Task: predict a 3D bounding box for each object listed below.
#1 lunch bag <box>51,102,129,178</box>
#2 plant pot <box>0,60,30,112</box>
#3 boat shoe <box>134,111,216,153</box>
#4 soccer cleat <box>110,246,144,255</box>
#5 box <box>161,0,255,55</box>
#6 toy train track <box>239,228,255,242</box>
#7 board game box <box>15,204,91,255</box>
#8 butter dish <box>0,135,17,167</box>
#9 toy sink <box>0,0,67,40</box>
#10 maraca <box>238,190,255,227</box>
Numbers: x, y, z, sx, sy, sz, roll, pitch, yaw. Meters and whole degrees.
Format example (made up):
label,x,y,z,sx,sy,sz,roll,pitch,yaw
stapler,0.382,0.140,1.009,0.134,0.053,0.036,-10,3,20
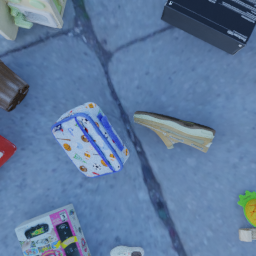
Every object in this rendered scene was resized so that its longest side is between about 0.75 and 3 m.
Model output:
label,x,y,z,sx,sy,sz,roll,pitch,yaw
lunch bag,-1.008,0.347,7.550,1.673,0.789,2.088,-18,116,37
plant pot,-3.656,-1.218,8.005,1.303,1.317,1.317,36,88,-7
boat shoe,1.277,0.171,8.140,2.431,0.871,0.926,16,101,1
soccer cleat,-0.030,3.652,8.191,1.000,0.388,0.347,-3,88,0
box,2.493,-3.549,8.157,2.518,0.993,1.777,27,85,1
toy train track,4.680,3.132,8.189,2.727,0.444,1.564,-1,88,1
board game box,-2.039,3.522,8.054,1.588,0.692,2.152,-21,88,0
butter dish,-4.475,0.454,7.902,1.878,1.392,1.883,-42,131,5
toy sink,-2.580,-3.840,7.774,1.540,1.792,2.749,14,87,0
maraca,3.725,2.375,8.167,0.779,0.608,1.136,-28,66,-11
